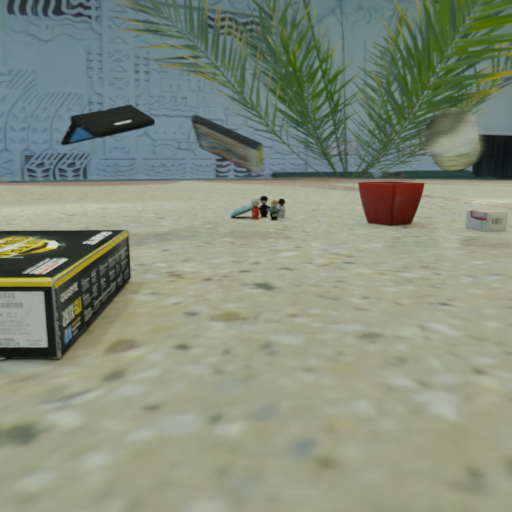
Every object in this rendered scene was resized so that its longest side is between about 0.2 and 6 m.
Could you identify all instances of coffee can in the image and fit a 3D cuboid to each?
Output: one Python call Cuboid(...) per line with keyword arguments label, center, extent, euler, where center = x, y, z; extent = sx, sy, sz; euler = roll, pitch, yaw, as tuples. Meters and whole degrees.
Cuboid(label="coffee can", center=(4.062, -2.358, 11.552), extent=(0.990, 0.990, 1.353), euler=(4, -3, 23))

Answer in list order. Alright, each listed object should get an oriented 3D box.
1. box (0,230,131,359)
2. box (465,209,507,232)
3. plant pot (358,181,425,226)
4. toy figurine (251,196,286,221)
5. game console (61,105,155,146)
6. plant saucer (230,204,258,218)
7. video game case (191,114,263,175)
Cuboid(label="box", center=(-3.026, 0.270, 6.308), extent=(2.622, 0.810, 3.284), euler=(-2, 10, -1))
Cuboid(label="box", center=(5.632, -0.878, 13.736), extent=(0.564, 0.481, 0.882), euler=(-2, 10, -12))
Cuboid(label="plant pot", center=(3.568, -1.397, 14.872), extent=(1.268, 1.119, 1.270), euler=(-8, 12, -37))
Cuboid(label="toy figurine", center=(0.365, -1.380, 16.132), extent=(0.923, 0.652, 0.937), euler=(5, 11, 27))
Cuboid(label="game console", center=(-3.237, -2.695, 12.265), extent=(1.381, 0.914, 1.570), euler=(35, 42, 28))
Cuboid(label="plant saucer", center=(-0.371, -1.355, 16.462), extent=(0.891, 0.160, 0.891), euler=(-21, 1, 0))
Cuboid(label="video game case", center=(-0.622, -2.497, 12.746), extent=(1.651, 0.211, 1.492), euler=(25, -10, 7))
